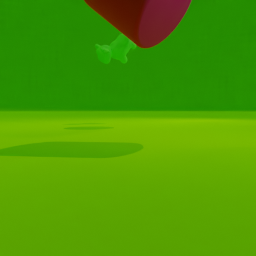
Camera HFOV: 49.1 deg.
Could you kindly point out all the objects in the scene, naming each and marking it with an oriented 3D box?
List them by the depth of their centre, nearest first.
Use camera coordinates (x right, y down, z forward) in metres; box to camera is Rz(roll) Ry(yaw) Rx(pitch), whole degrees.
[{"bbox_3d":[0.143,-2.202,4.471,1.332,1.332,1.332,44,21,18],"label":"cylinder"},{"bbox_3d":[-0.511,-3.158,11.017,0.836,1.524,1.499,37,5,34],"label":"cow figurine"}]
